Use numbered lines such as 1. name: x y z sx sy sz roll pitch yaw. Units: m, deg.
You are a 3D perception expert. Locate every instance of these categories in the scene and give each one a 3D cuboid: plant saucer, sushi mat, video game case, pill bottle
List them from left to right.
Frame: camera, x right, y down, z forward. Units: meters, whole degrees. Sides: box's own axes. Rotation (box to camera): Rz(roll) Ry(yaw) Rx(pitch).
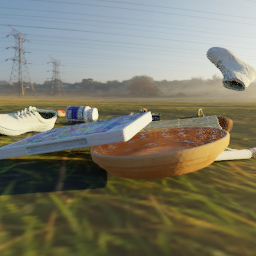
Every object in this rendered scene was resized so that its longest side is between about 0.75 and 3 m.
1. video game case: -0.864 0.106 5.050 2.312 0.208 1.655 -9 9 19
2. pill bottle: -1.876 -0.534 11.340 1.194 0.691 0.691 3 7 14
3. sushi mat: 0.383 0.106 5.622 2.921 0.177 1.398 -3 22 7
4. plant saucer: 0.446 0.323 4.038 1.945 0.364 1.945 -7 7 1

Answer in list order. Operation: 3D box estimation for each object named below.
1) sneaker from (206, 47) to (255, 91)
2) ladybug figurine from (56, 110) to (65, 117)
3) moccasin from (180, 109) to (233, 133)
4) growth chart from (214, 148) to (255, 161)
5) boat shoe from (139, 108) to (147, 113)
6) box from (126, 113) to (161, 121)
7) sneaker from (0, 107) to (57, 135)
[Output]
1. sneaker: 3.214 -1.923 9.153 1.813 0.668 1.048 35 58 15
2. ladybug figurine: -3.835 -0.834 15.716 0.632 0.335 0.931 0 6 1
3. moccasin: 1.777 -0.075 6.758 0.661 0.626 1.712 24 -4 -24
4. growth chart: 0.943 0.351 5.463 1.869 0.229 2.582 -3 7 -34
5. boat shoe: 1.021 -1.034 17.699 0.343 0.362 0.957 7 18 27
6. box: 0.654 -0.391 11.405 1.321 0.382 1.662 1 6 5
7. sneaker: -2.906 -0.291 7.975 0.726 0.704 1.988 47 28 22
